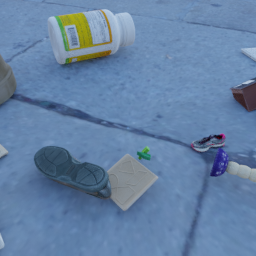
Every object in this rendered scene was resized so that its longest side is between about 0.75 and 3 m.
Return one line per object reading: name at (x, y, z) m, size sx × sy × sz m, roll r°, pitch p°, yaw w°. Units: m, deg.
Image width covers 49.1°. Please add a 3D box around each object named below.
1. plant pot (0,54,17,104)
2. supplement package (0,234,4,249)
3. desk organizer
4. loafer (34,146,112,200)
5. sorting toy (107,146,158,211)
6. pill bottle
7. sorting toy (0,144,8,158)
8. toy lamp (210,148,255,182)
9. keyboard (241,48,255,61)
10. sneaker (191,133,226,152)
plant pot at (-5.055, -2.083, 8.197) m, size 2.883 × 2.502 × 2.883 m, roll -1°, pitch 39°, yaw 0°
supplement package at (-3.871, 1.666, 4.581) m, size 2.809 × 1.703 × 1.682 m, roll -24°, pitch 46°, yaw -25°
desk organizer at (4.275, -1.242, 8.606) m, size 1.981 × 0.763 × 0.710 m, roll -23°, pitch 11°, yaw -4°
loafer at (-1.257, 1.026, 6.159) m, size 2.163 × 0.680 × 0.777 m, roll 17°, pitch 52°, yaw 36°
sorting toy at (0.136, 1.026, 6.223) m, size 1.488 × 0.219 × 1.100 m, roll -40°, pitch 47°, yaw -19°
pill bottle at (-1.328, -3.487, 10.513) m, size 2.984 × 1.657 × 1.657 m, roll -16°, pitch 44°, yaw -18°
sorting toy at (-3.888, 0.603, 6.835) m, size 1.295 × 0.255 × 1.399 m, roll 33°, pitch 50°, yaw 26°
toy lamp at (3.101, 1.160, 5.886) m, size 2.604 × 0.758 × 0.758 m, roll 18°, pitch 44°, yaw 18°
keyboard at (5.367, -2.362, 10.378) m, size 0.779 × 0.147 × 2.766 m, roll -14°, pitch 43°, yaw -16°
sneaker at (2.038, 0.337, 7.146) m, size 0.920 × 0.344 × 0.371 m, roll -11°, pitch 42°, yaw -12°
